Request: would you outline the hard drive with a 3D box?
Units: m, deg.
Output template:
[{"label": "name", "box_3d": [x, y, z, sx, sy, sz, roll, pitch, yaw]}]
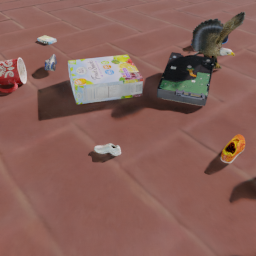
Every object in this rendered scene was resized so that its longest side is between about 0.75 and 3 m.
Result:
[{"label": "hard drive", "box_3d": [2.278, -1.958, 10.795, 1.824, 0.494, 2.611, 11, 47, 13]}]

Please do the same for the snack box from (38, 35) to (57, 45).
[{"label": "snack box", "box_3d": [-4.195, -4.560, 14.495, 0.875, 0.162, 0.508, 25, 45, 28]}]

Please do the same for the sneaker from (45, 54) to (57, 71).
[{"label": "sneaker", "box_3d": [-3.330, -2.811, 11.953, 0.469, 0.424, 1.100, -5, 40, 1]}]

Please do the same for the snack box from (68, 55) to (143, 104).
[{"label": "snack box", "box_3d": [-0.911, -1.913, 10.669, 2.486, 0.841, 2.096, -11, 40, -13]}]

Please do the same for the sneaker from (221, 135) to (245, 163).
[{"label": "sneaker", "box_3d": [3.046, 0.518, 7.950, 0.458, 0.484, 1.254, 22, 42, 27]}]

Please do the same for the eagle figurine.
[{"label": "eagle figurine", "box_3d": [3.499, -3.414, 11.228, 1.857, 2.461, 1.867, 7, 39, 12]}]

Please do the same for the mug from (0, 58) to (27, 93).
[{"label": "mug", "box_3d": [-4.841, -2.051, 10.756, 1.508, 1.006, 1.339, -6, 37, -3]}]

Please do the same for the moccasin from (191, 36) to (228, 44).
[{"label": "moccasin", "box_3d": [4.081, -4.584, 14.079, 2.106, 0.718, 0.847, -18, 42, -21]}]

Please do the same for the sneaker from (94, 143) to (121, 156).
[{"label": "sneaker", "box_3d": [-0.586, 0.569, 8.017, 0.789, 0.316, 0.278, 5, 41, 9]}]
